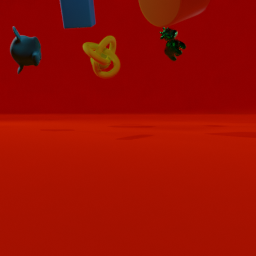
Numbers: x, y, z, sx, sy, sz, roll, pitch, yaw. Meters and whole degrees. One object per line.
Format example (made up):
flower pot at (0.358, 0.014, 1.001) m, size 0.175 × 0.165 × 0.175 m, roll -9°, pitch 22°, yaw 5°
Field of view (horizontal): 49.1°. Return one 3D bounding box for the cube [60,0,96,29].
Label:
cube at (-1.781, -4.197, 10.120) m, size 1.006 × 1.006 × 1.006 m, roll -2°, pitch 26°, yaw 4°

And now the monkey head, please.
monkey head at (-2.770, -2.016, 7.594) m, size 0.804 × 1.335 × 0.960 m, roll -3°, pitch 38°, yaw -17°

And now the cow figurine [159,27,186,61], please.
cow figurine at (1.569, -3.127, 10.387) m, size 1.144 × 0.638 × 1.162 m, roll 35°, pitch -20°, yaw -5°

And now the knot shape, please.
knot shape at (-0.805, -2.593, 9.786) m, size 0.678 × 1.373 × 1.467 m, roll -8°, pitch -47°, yaw 50°

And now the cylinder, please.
cylinder at (1.092, -3.108, 6.464) m, size 1.249 × 1.249 × 1.249 m, roll -33°, pitch 23°, yaw -35°

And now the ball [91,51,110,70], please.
ball at (-1.139, -2.870, 11.739) m, size 0.839 × 0.839 × 0.839 m, roll 0°, pitch 3°, yaw 0°
